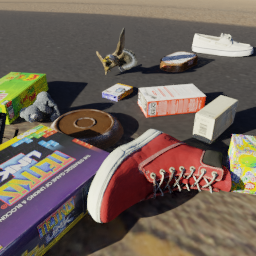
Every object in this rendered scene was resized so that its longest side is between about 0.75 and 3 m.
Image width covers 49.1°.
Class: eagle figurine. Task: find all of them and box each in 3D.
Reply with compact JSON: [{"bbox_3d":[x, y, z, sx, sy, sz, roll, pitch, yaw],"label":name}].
[{"bbox_3d":[-0.358,-2.848,10.995,1.739,1.319,1.312,-32,25,32],"label":"eagle figurine"}]

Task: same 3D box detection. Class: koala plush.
[{"bbox_3d":[-2.578,-0.504,8.015,0.935,0.859,0.829,-35,43,-27],"label":"koala plush"}]

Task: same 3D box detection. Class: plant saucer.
[{"bbox_3d":[-1.158,-0.028,7.590,2.064,0.331,2.064,0,31,0],"label":"plant saucer"}]

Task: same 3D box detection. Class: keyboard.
[{"bbox_3d":[-3.108,0.173,6.747,1.012,0.164,1.593,16,39,-28],"label":"keyboard"}]

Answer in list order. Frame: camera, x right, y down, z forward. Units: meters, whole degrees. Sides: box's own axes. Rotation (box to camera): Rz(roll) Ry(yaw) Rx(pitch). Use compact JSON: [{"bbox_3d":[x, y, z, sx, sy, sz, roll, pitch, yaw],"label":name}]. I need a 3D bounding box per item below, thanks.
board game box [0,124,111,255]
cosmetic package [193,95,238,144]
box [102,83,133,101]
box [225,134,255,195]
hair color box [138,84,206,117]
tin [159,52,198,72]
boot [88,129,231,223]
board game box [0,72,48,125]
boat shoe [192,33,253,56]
[{"bbox_3d":[-1.889,1.086,5.212,2.288,0.785,2.768,18,35,30],"label":"board game box"},{"bbox_3d":[2.361,-0.257,7.538,0.539,0.763,1.474,24,39,34],"label":"cosmetic package"},{"bbox_3d":[-0.391,-1.231,9.745,0.650,0.227,1.093,19,38,29],"label":"box"},{"bbox_3d":[2.505,0.744,5.564,0.972,1.009,0.615,6,31,11],"label":"box"},{"bbox_3d":[1.334,-0.882,8.774,1.853,0.592,1.028,-5,31,-11],"label":"hair color box"},{"bbox_3d":[2.289,-3.015,12.618,1.220,0.456,2.180,18,35,35],"label":"tin"},{"bbox_3d":[0.754,0.991,5.219,2.033,1.021,2.819,19,32,27],"label":"boot"},{"bbox_3d":[-3.783,-1.053,9.017,1.345,0.630,2.647,5,31,9],"label":"board game box"},{"bbox_3d":[4.803,-4.286,14.190,2.991,0.983,1.076,13,33,22],"label":"boat shoe"}]
